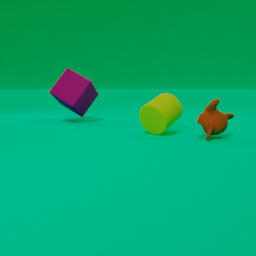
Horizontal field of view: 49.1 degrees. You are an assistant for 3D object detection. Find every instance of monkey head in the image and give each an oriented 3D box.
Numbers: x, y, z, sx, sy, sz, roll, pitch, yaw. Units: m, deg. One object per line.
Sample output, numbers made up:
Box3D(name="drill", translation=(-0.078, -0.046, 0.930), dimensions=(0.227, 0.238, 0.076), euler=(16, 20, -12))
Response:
Box3D(name="monkey head", translation=(2.009, -0.227, 6.405), dimensions=(1.089, 0.783, 0.656), euler=(-32, 66, -31))

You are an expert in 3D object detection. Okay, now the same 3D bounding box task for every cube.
Box3D(name="cube", translation=(-1.794, -1.180, 9.478), dimensions=(1.038, 1.038, 1.038), euler=(31, -11, 17))

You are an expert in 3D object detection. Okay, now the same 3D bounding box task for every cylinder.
Box3D(name="cylinder", translation=(0.825, -0.364, 7.049), dimensions=(0.804, 0.804, 0.804), euler=(7, 31, 40))
